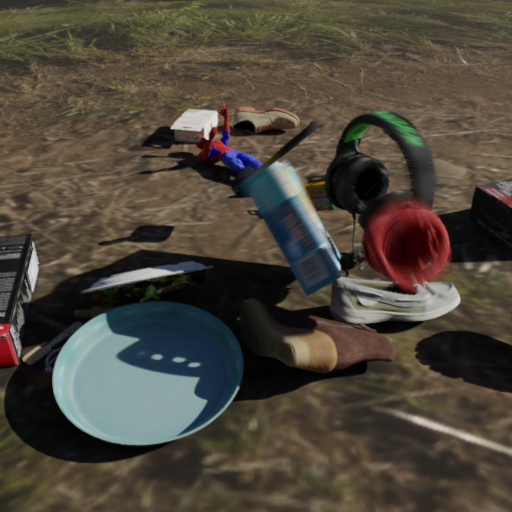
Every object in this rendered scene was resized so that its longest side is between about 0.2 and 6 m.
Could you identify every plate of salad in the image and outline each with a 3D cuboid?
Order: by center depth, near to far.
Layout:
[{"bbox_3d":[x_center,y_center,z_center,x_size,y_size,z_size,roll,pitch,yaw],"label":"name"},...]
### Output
[{"bbox_3d":[-1.858,0.515,9.814,2.330,0.560,2.330,-11,-2,0],"label":"plate of salad"}]

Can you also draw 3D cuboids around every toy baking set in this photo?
[{"bbox_3d":[-2.725,1.384,9.404,2.105,0.245,1.616,2,34,4],"label":"toy baking set"}]

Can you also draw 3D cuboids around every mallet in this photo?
[{"bbox_3d":[0.386,-2.043,11.503,2.202,0.453,0.725,-38,18,23],"label":"mallet"}]

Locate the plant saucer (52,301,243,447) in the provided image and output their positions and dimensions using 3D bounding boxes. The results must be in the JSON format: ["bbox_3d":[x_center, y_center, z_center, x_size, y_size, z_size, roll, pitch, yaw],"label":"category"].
[{"bbox_3d":[-1.612,1.765,8.580,2.826,0.387,2.826,2,36,-2],"label":"plant saucer"}]

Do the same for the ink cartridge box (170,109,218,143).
[{"bbox_3d":[-1.866,-3.871,16.952,0.989,0.568,1.689,8,35,12],"label":"ink cartridge box"}]

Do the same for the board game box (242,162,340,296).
[{"bbox_3d":[0.735,-0.580,9.816,0.635,2.042,2.705,-28,3,11],"label":"board game box"}]

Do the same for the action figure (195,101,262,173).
[{"bbox_3d":[-0.572,-2.931,14.714,1.090,1.653,3.340,-26,39,-34],"label":"action figure"}]

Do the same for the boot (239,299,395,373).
[{"bbox_3d":[0.907,1.306,9.258,1.891,0.822,2.273,3,13,-28],"label":"boot"}]

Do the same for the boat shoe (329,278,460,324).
[{"bbox_3d":[2.449,0.670,9.820,2.369,0.760,0.873,-3,17,-7],"label":"boat shoe"}]

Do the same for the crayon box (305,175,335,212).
[{"bbox_3d":[1.468,-1.432,12.899,0.526,0.836,0.216,-3,34,35],"label":"crayon box"}]

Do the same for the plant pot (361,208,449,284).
[{"bbox_3d":[2.150,-0.139,8.307,1.077,1.077,0.981,-5,0,-7],"label":"plant pot"}]

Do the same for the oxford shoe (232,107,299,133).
[{"bbox_3d":[0.265,-4.058,17.287,2.096,0.742,0.774,5,55,14],"label":"oxford shoe"}]

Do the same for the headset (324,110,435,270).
[{"bbox_3d":[2.300,-1.043,10.149,1.585,3.374,2.084,-19,53,-24],"label":"headset"}]

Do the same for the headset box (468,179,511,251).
[{"bbox_3d":[6.070,-0.926,12.234,2.460,0.923,1.828,-12,36,-17],"label":"headset box"}]

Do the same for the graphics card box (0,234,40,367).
[{"bbox_3d":[-5.028,0.762,9.848,1.934,0.784,3.083,-7,36,-10],"label":"graphics card box"}]
